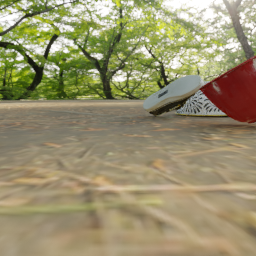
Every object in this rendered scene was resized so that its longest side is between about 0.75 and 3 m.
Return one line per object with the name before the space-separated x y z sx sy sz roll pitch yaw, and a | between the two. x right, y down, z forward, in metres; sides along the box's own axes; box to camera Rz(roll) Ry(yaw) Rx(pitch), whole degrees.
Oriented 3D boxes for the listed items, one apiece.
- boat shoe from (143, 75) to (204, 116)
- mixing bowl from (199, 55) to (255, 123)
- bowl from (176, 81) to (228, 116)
boat shoe | 1.685 -1.100 10.008 2.442 0.863 0.777 -22 -46 39
mixing bowl | 3.423 -1.055 7.373 2.731 1.479 2.731 -27 -2 -1
bowl | 3.398 -1.222 11.506 2.816 1.321 2.816 0 6 0
